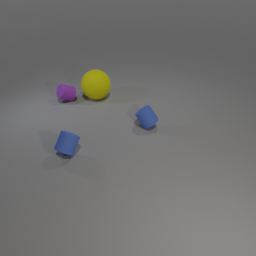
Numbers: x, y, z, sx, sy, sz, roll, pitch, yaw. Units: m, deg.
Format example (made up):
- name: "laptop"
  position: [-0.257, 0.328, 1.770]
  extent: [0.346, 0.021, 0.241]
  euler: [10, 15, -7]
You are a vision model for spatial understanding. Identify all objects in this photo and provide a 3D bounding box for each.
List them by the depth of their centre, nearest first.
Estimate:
- name: "cylinder"
  position: [-2.113, 0.515, 9.745]
  extent: [0.700, 0.700, 0.700]
  euler: [21, 0, 0]
- name: "cylinder"
  position: [0.762, -0.452, 11.305]
  extent: [0.700, 0.700, 0.700]
  euler: [-33, 14, 10]
- name: "cylinder"
  position: [-2.924, -1.696, 13.287]
  extent: [0.700, 0.700, 0.700]
  euler: [7, 21, -43]
- name: "ball"
  position: [-1.538, -2.089, 13.455]
  extent: [1.400, 1.400, 1.400]
  euler: [0, 32, 0]
